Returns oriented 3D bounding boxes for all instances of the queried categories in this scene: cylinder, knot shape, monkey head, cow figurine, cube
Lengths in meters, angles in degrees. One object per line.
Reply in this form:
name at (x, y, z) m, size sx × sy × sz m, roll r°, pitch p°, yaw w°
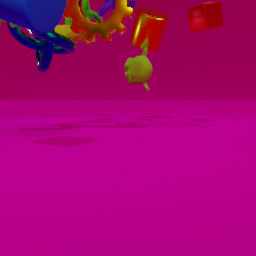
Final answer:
cylinder at (0.886, -4.167, 11.813) m, size 1.375 × 1.375 × 1.375 m, roll 11°, pitch 37°, yaw -9°
knot shape at (-1.579, -4.057, 10.177) m, size 0.663 × 1.343 × 1.436 m, roll 28°, pitch 36°, yaw 34°
knot shape at (-0.439, -3.747, 8.190) m, size 1.321 × 1.236 × 0.610 m, roll 51°, pitch 11°, yaw 30°
cylinder at (-1.758, -2.256, 4.675) m, size 1.060 × 1.060 × 1.060 m, roll 24°, pitch 13°, yaw 15°
knot shape at (-2.560, -2.537, 8.324) m, size 0.954 × 2.064 × 1.931 m, roll -50°, pitch -6°, yaw -34°
monkey head at (0.495, -2.274, 11.338) m, size 1.065 × 1.768 × 1.272 m, roll -4°, pitch -7°, yaw 16°
cow figurine at (-1.895, -3.046, 9.133) m, size 1.568 × 0.861 × 1.543 m, roll -8°, pitch 4°, yaw -33°
cube at (2.723, -3.874, 9.860) m, size 0.839 × 0.839 × 0.839 m, roll -19°, pitch 15°, yaw -27°

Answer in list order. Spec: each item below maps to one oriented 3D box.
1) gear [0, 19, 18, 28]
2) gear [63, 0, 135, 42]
gear at (-2.970, -3.258, 6.647) m, size 1.638 × 1.638 × 0.303 m, roll -1°, pitch 41°, yaw -13°
gear at (-0.785, -3.273, 7.403) m, size 1.913 × 1.913 × 0.354 m, roll 1°, pitch 12°, yaw 8°
